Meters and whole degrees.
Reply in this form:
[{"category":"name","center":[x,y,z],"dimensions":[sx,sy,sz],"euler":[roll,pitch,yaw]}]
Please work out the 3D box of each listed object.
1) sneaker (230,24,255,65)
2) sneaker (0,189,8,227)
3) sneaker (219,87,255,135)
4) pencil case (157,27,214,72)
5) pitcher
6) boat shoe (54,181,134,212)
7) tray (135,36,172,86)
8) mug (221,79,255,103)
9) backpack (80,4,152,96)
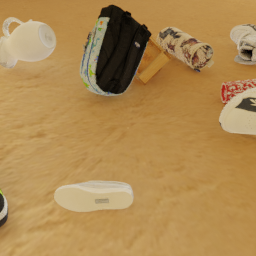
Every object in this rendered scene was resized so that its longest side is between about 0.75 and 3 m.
[{"category":"sneaker","center":[4.629,-3.300,10.916],"dimensions":[1.536,1.004,2.672],"euler":[-14,42,-22]},{"category":"sneaker","center":[-3.159,0.837,5.206],"dimensions":[0.995,1.149,2.774],"euler":[-27,44,-32]},{"category":"sneaker","center":[3.794,-0.068,6.381],"dimensions":[2.962,1.182,1.928],"euler":[1,27,-16]},{"category":"pencil case","center":[2.099,-3.045,10.602],"dimensions":[0.991,1.139,2.547],"euler":[-44,43,4]},{"category":"pitcher","center":[-3.519,-3.088,9.538],"dimensions":[2.052,1.760,1.244],"euler":[-7,-1,29]},{"category":"boat shoe","center":[-0.627,1.214,5.297],"dimensions":[1.451,0.522,0.497],"euler":[-5,17,2]},{"category":"tray","center":[0.551,-2.596,9.879],"dimensions":[1.236,0.464,2.506],"euler":[-44,35,16]},{"category":"mug","center":[3.353,-1.012,8.268],"dimensions":[1.126,1.000,0.751],"euler":[-3,73,3]},{"category":"backpack","center":[-0.476,-2.059,8.292],"dimensions":[1.749,2.275,1.856],"euler":[0,-11,43]}]
